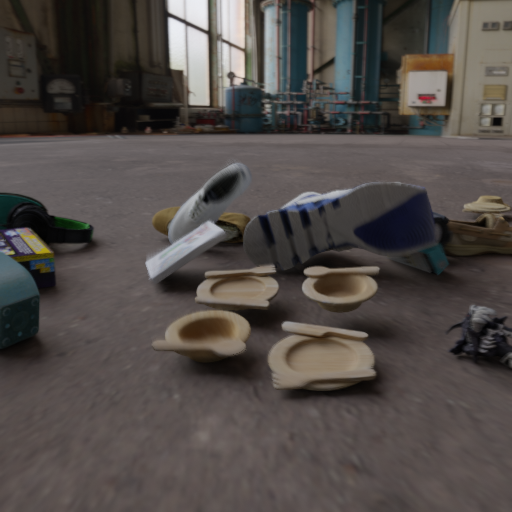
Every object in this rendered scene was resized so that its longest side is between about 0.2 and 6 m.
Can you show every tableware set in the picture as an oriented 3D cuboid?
[{"bbox_3d":[6.654,-1.218,14.391,2.361,0.328,2.826,7,16,24],"label":"tableware set"},{"bbox_3d":[0.232,0.703,6.878,2.477,0.344,2.965,2,22,12],"label":"tableware set"}]

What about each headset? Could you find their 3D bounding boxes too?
[{"bbox_3d":[-4.491,-0.760,11.158,2.455,1.154,1.516,5,11,-28],"label":"headset"}]

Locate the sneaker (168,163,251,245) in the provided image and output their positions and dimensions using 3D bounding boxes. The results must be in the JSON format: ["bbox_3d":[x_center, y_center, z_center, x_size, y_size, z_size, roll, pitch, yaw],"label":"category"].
[{"bbox_3d":[-0.974,-0.988,10.685,0.768,2.104,0.745,43,8,7],"label":"sneaker"}]

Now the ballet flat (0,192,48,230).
[{"bbox_3d":[-5.955,-0.820,11.845,2.868,0.966,0.913,-9,7,-31],"label":"ballet flat"}]

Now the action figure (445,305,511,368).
[{"bbox_3d":[2.752,0.844,6.057,0.965,0.829,1.624,-20,24,-24],"label":"action figure"}]

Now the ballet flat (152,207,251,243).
[{"bbox_3d":[-1.158,-0.600,11.517,2.142,0.735,0.675,0,32,6],"label":"ballet flat"}]

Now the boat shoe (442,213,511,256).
[{"bbox_3d":[4.568,-0.444,10.819,2.219,0.716,0.791,-5,16,-17],"label":"boat shoe"}]

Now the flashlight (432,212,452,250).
[{"bbox_3d":[2.570,-0.705,11.166,0.918,0.921,2.710,-38,33,-13],"label":"flashlight"}]

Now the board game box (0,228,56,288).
[{"bbox_3d":[-4.406,0.088,9.151,1.755,0.602,2.123,-7,17,-30],"label":"board game box"}]

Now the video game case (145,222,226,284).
[{"bbox_3d":[-1.182,-0.093,9.188,1.338,0.159,1.218,-34,17,-7],"label":"video game case"}]

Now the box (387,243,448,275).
[{"bbox_3d":[2.727,-0.081,9.795,0.301,0.503,1.223,-42,31,-15],"label":"box"}]

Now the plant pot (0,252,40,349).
[{"bbox_3d":[-3.142,0.614,6.747,0.959,0.938,0.941,20,23,25],"label":"plant pot"}]

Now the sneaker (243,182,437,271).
[{"bbox_3d":[1.439,-0.696,9.902,3.178,1.284,1.835,-9,15,12],"label":"sneaker"}]
